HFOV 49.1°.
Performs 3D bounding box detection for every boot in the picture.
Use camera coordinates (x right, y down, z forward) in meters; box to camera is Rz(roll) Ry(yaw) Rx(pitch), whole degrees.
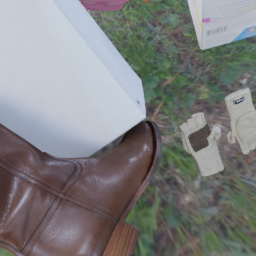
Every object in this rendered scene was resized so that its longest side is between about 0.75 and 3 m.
[{"bbox_3d":[-1.145,0.185,3.481,2.997,0.963,2.794,28,38,-7],"label":"boot"}]

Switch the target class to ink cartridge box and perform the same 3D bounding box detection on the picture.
[{"bbox_3d":[2.132,-3.054,5.800,1.566,2.437,1.526,-12,74,9],"label":"ink cartridge box"}]

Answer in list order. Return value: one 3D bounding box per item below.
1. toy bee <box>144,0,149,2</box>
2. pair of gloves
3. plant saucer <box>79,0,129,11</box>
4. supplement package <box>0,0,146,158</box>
[{"bbox_3d":[0.664,-3.710,7.770,0.542,0.450,0.828,25,14,-5],"label":"toy bee"},{"bbox_3d":[1.628,0.095,4.828,1.376,1.170,0.241,-31,18,6],"label":"pair of gloves"},{"bbox_3d":[-0.958,-3.251,6.601,2.273,0.576,2.273,8,33,-5],"label":"plant saucer"},{"bbox_3d":[-1.635,-0.711,4.563,2.818,2.694,2.072,-35,18,14],"label":"supplement package"}]
